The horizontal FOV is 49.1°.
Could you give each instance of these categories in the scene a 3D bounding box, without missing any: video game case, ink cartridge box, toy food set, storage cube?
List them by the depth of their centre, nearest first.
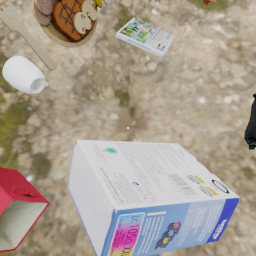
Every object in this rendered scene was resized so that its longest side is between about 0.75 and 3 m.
[{"bbox_3d":[0.506,1.029,4.625,2.562,0.978,1.748,2,26,-29],"label":"ink cartridge box"},{"bbox_3d":[-2.238,1.344,4.748,1.072,1.020,1.193,36,87,25],"label":"storage cube"},{"bbox_3d":[0.403,-1.929,5.912,1.038,0.125,1.139,26,40,3],"label":"video game case"},{"bbox_3d":[-1.300,-2.746,6.198,0.552,1.900,2.752,9,60,41],"label":"toy food set"}]

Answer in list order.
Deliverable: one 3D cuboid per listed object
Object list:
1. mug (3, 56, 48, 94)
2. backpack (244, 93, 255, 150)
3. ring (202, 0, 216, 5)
[{"bbox_3d":[-1.956,-0.992,5.617,0.710,0.810,0.598,36,101,23],"label":"mug"},{"bbox_3d":[3.037,-0.082,5.260,0.916,1.448,1.208,9,90,-25],"label":"backpack"},{"bbox_3d":[1.030,-3.389,6.432,2.193,0.210,2.193,22,31,-14],"label":"ring"}]
